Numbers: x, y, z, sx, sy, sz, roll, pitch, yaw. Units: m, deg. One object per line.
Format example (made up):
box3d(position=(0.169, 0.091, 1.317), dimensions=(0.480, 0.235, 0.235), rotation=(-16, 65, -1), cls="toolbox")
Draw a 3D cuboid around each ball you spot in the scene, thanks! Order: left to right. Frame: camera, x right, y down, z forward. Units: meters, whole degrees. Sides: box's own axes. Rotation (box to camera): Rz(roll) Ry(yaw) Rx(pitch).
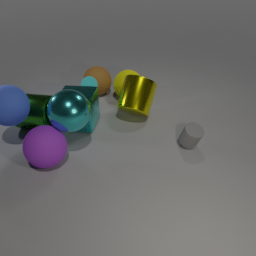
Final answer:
box3d(position=(-4.067, -0.757, 9.517), dimensions=(1.400, 1.400, 1.400), rotation=(0, 32, 0), cls="ball")
box3d(position=(-2.699, 0.609, 9.137), dimensions=(1.400, 1.400, 1.400), rotation=(0, 32, 0), cls="ball")
box3d(position=(-1.913, -0.554, 9.112), dimensions=(1.400, 1.400, 1.400), rotation=(0, 32, 0), cls="ball")
box3d(position=(-1.506, -2.331, 13.783), dimensions=(1.400, 1.400, 1.400), rotation=(0, 32, 0), cls="ball")
box3d(position=(0.015, -2.059, 13.346), dimensions=(1.400, 1.400, 1.400), rotation=(0, 32, 0), cls="ball")

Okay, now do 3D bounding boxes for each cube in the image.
box3d(position=(-1.995, -0.776, 11.265), dimensions=(1.400, 1.400, 1.400), rotation=(3, 34, 7), cls="cube")

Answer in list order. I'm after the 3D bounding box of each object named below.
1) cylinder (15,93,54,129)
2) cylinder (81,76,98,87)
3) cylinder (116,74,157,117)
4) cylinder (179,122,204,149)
box3d(position=(-3.662, -0.645, 11.107), dimensions=(1.400, 1.400, 1.400), rotation=(6, 33, 9), cls="cylinder")
box3d(position=(-1.695, -1.880, 12.286), dimensions=(0.700, 0.700, 0.700), rotation=(-5, 5, -8), cls="cylinder")
box3d(position=(0.368, -1.334, 11.728), dimensions=(1.400, 1.400, 1.400), rotation=(16, -5, 1), cls="cylinder")
box3d(position=(2.256, 0.270, 10.022), dimensions=(0.700, 0.700, 0.700), rotation=(8, 51, -9), cls="cylinder")
